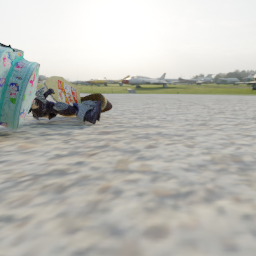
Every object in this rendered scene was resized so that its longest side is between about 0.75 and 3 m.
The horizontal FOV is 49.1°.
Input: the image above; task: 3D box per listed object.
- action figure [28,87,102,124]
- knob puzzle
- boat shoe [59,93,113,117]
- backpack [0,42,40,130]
[{"bbox_3d":[-2.463,-0.734,9.998,2.952,1.024,1.921,7,-7,1],"label":"action figure"},{"bbox_3d":[-2.586,-1.344,10.951,0.264,1.903,1.903,-34,-8,27],"label":"knob puzzle"},{"bbox_3d":[-1.934,-0.925,12.211,2.770,0.999,0.997,-5,-15,30],"label":"boat shoe"},{"bbox_3d":[-3.506,-1.044,7.232,2.048,2.415,2.721,18,9,-8],"label":"backpack"}]
